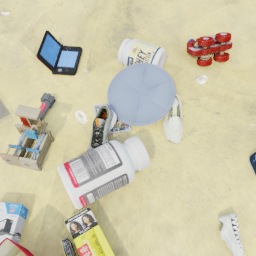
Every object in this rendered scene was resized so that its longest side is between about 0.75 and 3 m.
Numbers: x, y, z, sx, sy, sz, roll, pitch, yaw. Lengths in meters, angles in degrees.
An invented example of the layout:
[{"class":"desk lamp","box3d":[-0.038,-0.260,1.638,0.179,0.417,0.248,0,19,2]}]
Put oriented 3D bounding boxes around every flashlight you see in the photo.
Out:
[{"class":"flashlight","box3d":[-3.766,-0.681,11.805,0.641,0.639,1.886,16,60,8]}]

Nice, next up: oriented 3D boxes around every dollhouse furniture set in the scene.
[{"class":"dollhouse furniture set","box3d":[-3.860,0.364,10.258,1.467,2.094,1.476,11,58,7]}]

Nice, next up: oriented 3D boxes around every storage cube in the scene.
[{"class":"storage cube","box3d":[-3.163,4.435,7.857,1.967,1.768,1.681,31,63,19]}]

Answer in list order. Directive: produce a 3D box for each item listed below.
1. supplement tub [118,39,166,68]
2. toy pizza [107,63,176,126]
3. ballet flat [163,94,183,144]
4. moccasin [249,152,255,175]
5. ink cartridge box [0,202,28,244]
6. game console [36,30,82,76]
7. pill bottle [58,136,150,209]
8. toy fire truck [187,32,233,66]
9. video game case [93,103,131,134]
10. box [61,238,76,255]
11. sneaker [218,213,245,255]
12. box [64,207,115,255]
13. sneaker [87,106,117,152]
[{"class":"supplement tub","box3d":[0.646,-3.287,13.018,1.928,1.398,1.398,23,60,15]},{"class":"toy pizza","box3d":[0.550,-1.424,11.952,2.929,0.464,2.929,-3,71,10]},{"class":"ballet flat","box3d":[1.884,-0.486,11.614,0.827,0.827,2.304,3,58,2]},{"class":"moccasin","box3d":[5.025,1.647,10.346,0.669,0.567,1.663,-19,59,-12]},{"class":"ink cartridge box","box3d":[-4.163,3.343,9.183,1.197,0.691,1.650,5,58,3]},{"class":"game console","box3d":[-3.199,-3.594,13.361,1.659,1.142,1.925,5,58,3]},{"class":"pill bottle","box3d":[-0.770,1.416,9.675,2.926,1.620,1.620,-25,61,-14]},{"class":"toy fire truck","box3d":[3.879,-4.024,13.748,2.239,1.256,1.881,-15,35,-10]},{"class":"video game case","box3d":[-0.699,-0.440,11.915,1.408,0.178,1.546,-8,58,-5]},{"class":"box","box3d":[-1.745,4.038,8.638,0.270,0.874,1.095,-20,61,-12]},{"class":"sneaker","box3d":[3.370,3.636,9.132,0.663,0.614,1.635,-8,54,11]},{"class":"box","box3d":[-1.030,3.908,8.842,0.986,0.656,2.619,-26,61,-15]},{"class":"sneaker","box3d":[-1.130,0.213,10.873,0.870,0.933,2.354,5,67,19]}]
